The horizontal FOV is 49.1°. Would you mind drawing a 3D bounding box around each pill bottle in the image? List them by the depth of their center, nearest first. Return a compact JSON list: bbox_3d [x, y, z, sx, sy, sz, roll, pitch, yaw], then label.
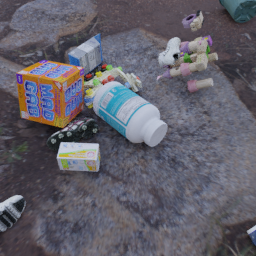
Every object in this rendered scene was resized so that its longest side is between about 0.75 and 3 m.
[{"bbox_3d":[0.108,-0.499,11.015,1.637,1.637,2.955,-35,57,-27],"label":"pill bottle"}]

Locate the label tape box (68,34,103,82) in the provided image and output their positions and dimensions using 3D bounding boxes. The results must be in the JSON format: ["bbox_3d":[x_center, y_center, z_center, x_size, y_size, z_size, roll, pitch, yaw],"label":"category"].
[{"bbox_3d":[-1.785,-3.320,13.574,0.738,1.600,2.233,30,54,24],"label":"label tape box"}]

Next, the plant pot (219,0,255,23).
[{"bbox_3d":[7.050,-7.877,17.526,2.131,2.131,2.087,-5,57,-4],"label":"plant pot"}]

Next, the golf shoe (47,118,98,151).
[{"bbox_3d":[-2.227,0.226,11.094,2.106,0.813,0.928,-24,29,-20],"label":"golf shoe"}]

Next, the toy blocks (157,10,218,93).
[{"bbox_3d":[2.581,-3.372,13.075,2.312,2.747,2.567,-7,44,34],"label":"toy blocks"}]

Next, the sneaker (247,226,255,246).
[{"bbox_3d":[4.232,3.260,8.476,1.082,0.436,0.792,-19,58,-20],"label":"sneaker"}]

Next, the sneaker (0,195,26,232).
[{"bbox_3d":[-4.363,2.877,8.516,1.037,0.961,2.558,28,53,34],"label":"sneaker"}]

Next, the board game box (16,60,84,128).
[{"bbox_3d":[-3.041,-1.440,11.327,1.908,1.909,1.907,12,31,12],"label":"board game box"}]

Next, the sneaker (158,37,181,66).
[{"bbox_3d":[2.130,-3.528,13.057,0.796,0.738,1.964,10,52,30],"label":"sneaker"}]

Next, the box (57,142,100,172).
[{"bbox_3d":[-1.753,1.055,10.176,1.414,0.795,0.717,3,49,1],"label":"box"}]

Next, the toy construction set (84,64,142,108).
[{"bbox_3d":[-0.913,-1.992,12.528,2.998,1.381,1.965,-22,27,-28],"label":"toy construction set"}]
